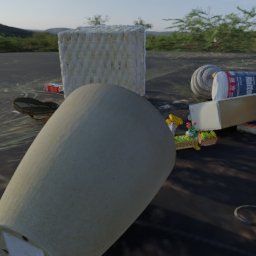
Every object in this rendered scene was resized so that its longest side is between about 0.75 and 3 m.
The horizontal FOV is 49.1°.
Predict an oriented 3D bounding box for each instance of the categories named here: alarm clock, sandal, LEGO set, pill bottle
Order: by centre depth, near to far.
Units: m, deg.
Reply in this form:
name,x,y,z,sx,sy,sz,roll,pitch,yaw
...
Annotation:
name,x,y,z,sx,sy,sz,roll,pitch,yaw
alarm clock,2.480,1.261,3.298,2.317,0.771,1.563,7,20,28
LEGO set,0.928,-0.008,6.735,2.433,0.905,1.119,5,19,14
sandal,-2.694,-0.494,8.698,0.831,0.559,2.069,36,13,18
pill bottle,4.320,-1.347,10.074,2.246,1.343,1.343,0,18,0

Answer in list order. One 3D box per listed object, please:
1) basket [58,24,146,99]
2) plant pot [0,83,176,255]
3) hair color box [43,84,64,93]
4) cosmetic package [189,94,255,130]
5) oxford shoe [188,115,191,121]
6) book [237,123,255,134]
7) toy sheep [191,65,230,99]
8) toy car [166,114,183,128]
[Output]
name,x,y,z,sx,sy,sz,roll,pitch,yaw
basket,-0.883,-2.451,10.895,2.930,2.957,2.378,3,20,10
plant pot,-0.613,0.731,3.485,1.923,1.923,2.053,8,35,23
hair color box,-3.560,-1.933,13.479,0.944,0.302,0.523,10,21,30
cosmetic package,2.917,-0.482,8.005,2.113,0.751,1.112,-11,4,-29
oxford shoe,2.121,-0.308,8.695,0.276,0.359,0.955,39,3,-13
book,3.532,0.015,7.857,0.508,0.183,0.760,-15,24,-42
toy sheep,3.373,-1.922,11.564,1.548,1.548,2.245,0,-12,-1
toy car,0.544,0.350,6.570,0.849,1.252,2.552,-39,-26,32
